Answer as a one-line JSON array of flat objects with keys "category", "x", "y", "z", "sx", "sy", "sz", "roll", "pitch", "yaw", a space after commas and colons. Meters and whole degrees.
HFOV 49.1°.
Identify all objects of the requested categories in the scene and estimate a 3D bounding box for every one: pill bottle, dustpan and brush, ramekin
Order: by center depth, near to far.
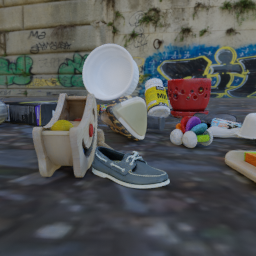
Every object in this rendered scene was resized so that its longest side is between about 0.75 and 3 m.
[{"category": "dustpan and brush", "x": 2.855, "y": 0.047, "z": 6.265, "sx": 2.546, "sy": 0.729, "sz": 1.777, "roll": 14, "pitch": 14, "yaw": 36}, {"category": "pill bottle", "x": 1.072, "y": -1.109, "z": 10.585, "sx": 0.818, "sy": 1.431, "sz": 0.818, "roll": -6, "pitch": -29, "yaw": -3}, {"category": "ramekin", "x": -0.719, "y": -2.481, "z": 13.097, "sx": 2.557, "sy": 2.557, "sz": 1.247, "roll": 3, "pitch": -2, "yaw": 20}]

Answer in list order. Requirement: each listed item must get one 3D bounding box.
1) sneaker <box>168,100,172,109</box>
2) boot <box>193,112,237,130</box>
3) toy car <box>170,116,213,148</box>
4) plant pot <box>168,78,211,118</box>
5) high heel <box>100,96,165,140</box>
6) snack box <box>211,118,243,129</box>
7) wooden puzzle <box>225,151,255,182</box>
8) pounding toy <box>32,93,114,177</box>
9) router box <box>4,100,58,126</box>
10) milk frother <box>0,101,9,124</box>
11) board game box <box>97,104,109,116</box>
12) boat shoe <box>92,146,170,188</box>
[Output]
[{"category": "sneaker", "x": 2.228, "y": -1.481, "z": 17.451, "sx": 1.582, "sy": 0.578, "sz": 0.885, "roll": 2, "pitch": 9, "yaw": 26}, {"category": "boot", "x": 2.521, "y": -0.131, "z": 8.309, "sx": 1.345, "sy": 0.469, "sz": 0.885, "roll": 1, "pitch": 17, "yaw": 18}, {"category": "toy car", "x": 1.320, "y": 0.060, "z": 5.803, "sx": 0.711, "sy": 0.609, "sz": 0.812, "roll": -4, "pitch": 9, "yaw": -33}, {"category": "plant pot", "x": 2.571, "y": -1.274, "z": 11.902, "sx": 1.796, "sy": 1.635, "sz": 1.796, "roll": 1, "pitch": 7, "yaw": 0}, {"category": "high heel", "x": -0.391, "y": -0.259, "z": 6.757, "sx": 1.888, "sy": 0.946, "sz": 2.649, "roll": 6, "pitch": -3, "yaw": 26}, {"category": "snack box", "x": 2.830, "y": -0.061, "z": 7.687, "sx": 0.999, "sy": 0.185, "sz": 0.580, "roll": 14, "pitch": 13, "yaw": 21}, {"category": "wooden puzzle", "x": 2.254, "y": 0.508, "z": 3.522, "sx": 1.612, "sy": 0.325, "sz": 1.743, "roll": 1, "pitch": 8, "yaw": 4}, {"category": "pounding toy", "x": -0.568, "y": 0.030, "z": 4.221, "sx": 1.090, "sy": 1.087, "sz": 1.901, "roll": 0, "pitch": 8, "yaw": 3}, {"category": "router box", "x": -2.997, "y": -0.640, "z": 10.563, "sx": 2.174, "sy": 0.722, "sz": 2.765, "roll": 5, "pitch": 9, "yaw": 31}, {"category": "milk frother", "x": -4.629, "y": -0.740, "z": 8.663, "sx": 1.323, "sy": 1.466, "sz": 1.379, "roll": -5, "pitch": 8, "yaw": -5}, {"category": "board game box", "x": -0.267, "y": -0.869, "z": 13.070, "sx": 1.557, "sy": 0.534, "sz": 1.883, "roll": 3, "pitch": 8, "yaw": 31}, {"category": "boat shoe", "x": -0.015, "y": 0.477, "z": 3.563, "sx": 1.200, "sy": 0.371, "sz": 0.437, "roll": 7, "pitch": 10, "yaw": 41}]
